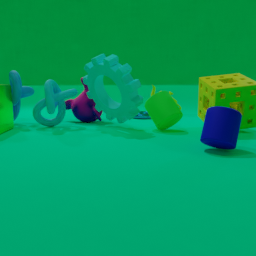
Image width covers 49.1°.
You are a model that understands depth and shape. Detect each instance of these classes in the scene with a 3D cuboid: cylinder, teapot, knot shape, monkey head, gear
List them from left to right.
[{"bbox_3d":[-3.661,-1.073,8.920,0.790,1.600,1.709,30,43,-5],"label":"knot shape"},{"bbox_3d":[-2.270,-0.687,8.511,0.710,1.439,1.538,34,13,12],"label":"knot shape"},{"bbox_3d":[-1.440,-0.919,9.568,1.963,1.412,1.183,18,54,38],"label":"monkey head"},{"bbox_3d":[-0.476,-1.121,8.210,2.034,2.034,0.376,9,36,43],"label":"gear"},{"bbox_3d":[1.021,-0.500,8.076,0.829,0.829,0.829,-24,-23,-11],"label":"cylinder"},{"bbox_3d":[1.540,-1.158,11.776,1.802,0.882,1.121,30,8,-24],"label":"teapot"},{"bbox_3d":[1.894,0.008,5.709,0.703,0.703,0.703,15,-12,3],"label":"cylinder"}]

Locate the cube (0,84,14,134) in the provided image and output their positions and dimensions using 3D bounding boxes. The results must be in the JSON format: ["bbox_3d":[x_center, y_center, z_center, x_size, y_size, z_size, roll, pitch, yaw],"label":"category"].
[{"bbox_3d":[-4.057,-0.526,7.694,1.315,1.315,1.315,0,10,-3],"label":"cube"}]

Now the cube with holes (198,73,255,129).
[{"bbox_3d":[2.819,-0.751,7.990,1.237,1.237,1.237,-7,25,-4],"label":"cube with holes"}]

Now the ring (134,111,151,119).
[{"bbox_3d":[0.600,-0.506,10.903,1.050,0.210,1.050,0,10,0],"label":"ring"}]
